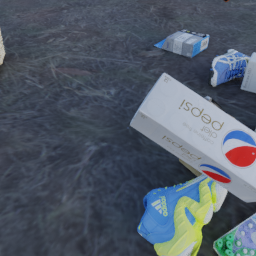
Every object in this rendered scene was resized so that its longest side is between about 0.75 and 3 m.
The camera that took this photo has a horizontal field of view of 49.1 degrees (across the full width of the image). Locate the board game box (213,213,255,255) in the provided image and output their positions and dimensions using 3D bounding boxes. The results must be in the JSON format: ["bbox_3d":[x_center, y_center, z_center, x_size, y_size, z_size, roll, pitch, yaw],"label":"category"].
[{"bbox_3d":[2.998,2.332,4.885,2.109,0.273,2.109,-29,50,-12],"label":"board game box"}]

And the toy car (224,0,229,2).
[{"bbox_3d":[3.867,-3.960,8.336,0.856,1.262,2.574,-29,70,-26],"label":"toy car"}]

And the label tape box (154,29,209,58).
[{"bbox_3d":[2.437,-3.997,12.823,2.034,0.672,1.457,29,48,29],"label":"label tape box"}]

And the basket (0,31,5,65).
[{"bbox_3d":[-6.235,-3.521,10.713,2.658,2.137,2.634,-13,27,-14],"label":"basket"}]

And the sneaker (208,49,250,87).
[{"bbox_3d":[3.818,-2.273,10.443,1.010,0.992,2.621,24,46,31],"label":"sneaker"}]

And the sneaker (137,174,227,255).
[{"bbox_3d":[1.188,1.417,5.898,1.434,1.034,2.729,23,46,26],"label":"sneaker"}]

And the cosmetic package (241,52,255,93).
[{"bbox_3d":[5.237,-1.682,9.585,2.298,1.165,0.819,20,44,24],"label":"cosmetic package"}]

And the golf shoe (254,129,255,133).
[{"bbox_3d":[4.600,-0.460,7.911,1.146,1.423,2.928,33,51,30],"label":"golf shoe"}]

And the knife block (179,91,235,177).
[{"bbox_3d":[2.096,-0.067,6.601,2.774,2.435,0.888,-25,46,-27],"label":"knife block"}]

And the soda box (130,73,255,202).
[{"bbox_3d":[0.937,0.148,3.332,1.764,0.562,0.601,34,70,1],"label":"soda box"}]
